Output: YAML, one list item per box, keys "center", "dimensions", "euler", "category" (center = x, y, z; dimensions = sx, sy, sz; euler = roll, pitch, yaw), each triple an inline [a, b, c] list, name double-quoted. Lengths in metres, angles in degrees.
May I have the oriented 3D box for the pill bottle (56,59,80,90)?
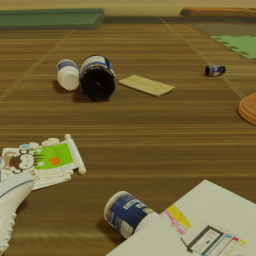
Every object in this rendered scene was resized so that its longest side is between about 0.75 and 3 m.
- center: [-2.299, -2.033, 10.811]
  dimensions: [0.873, 0.873, 1.571]
  euler: [-8, 30, -14]
  category: "pill bottle"

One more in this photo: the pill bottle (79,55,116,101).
- center: [-1.130, -1.945, 10.249]
  dimensions: [1.251, 1.251, 2.237]
  euler: [-3, 28, -6]
  category: "pill bottle"

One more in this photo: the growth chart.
- center: [-2.128, 0.807, 6.155]
  dimensions: [2.351, 0.209, 1.702]
  euler: [-15, 39, -29]
  category: "growth chart"

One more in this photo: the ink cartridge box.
- center: [0.819, 1.828, 3.101]
  dimensions: [1.970, 1.450, 1.425]
  euler: [-24, 36, -38]
  category: "ink cartridge box"

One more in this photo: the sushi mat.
- center: [0.691, -1.661, 10.872]
  dimensions: [2.171, 0.131, 1.039]
  euler: [25, 37, 37]
  category: "sushi mat"

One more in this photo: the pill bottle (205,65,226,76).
- center: [3.784, -2.491, 12.110]
  dimensions: [0.787, 0.440, 0.440]
  euler: [-6, 29, -11]
  category: "pill bottle"

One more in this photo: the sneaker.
- center: [-2.150, 1.609, 4.337]
  dimensions: [0.798, 0.823, 2.254]
  euler: [36, 42, 4]
  category: "sneaker"

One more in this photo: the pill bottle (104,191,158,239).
- center: [0.167, 1.539, 4.534]
  dimensions: [0.604, 0.604, 1.087]
  euler: [-25, 38, -38]
  category: "pill bottle"

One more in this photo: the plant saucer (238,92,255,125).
- center: [4.735, -0.590, 8.597]
  dimensions: [2.504, 0.469, 2.504]
  euler: [-1, 28, 0]
  category: "plant saucer"
